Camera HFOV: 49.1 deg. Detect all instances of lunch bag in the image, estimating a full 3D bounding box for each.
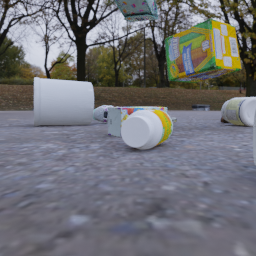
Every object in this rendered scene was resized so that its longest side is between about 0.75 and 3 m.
[{"bbox_3d":[0.259,-3.219,7.367,0.888,0.636,1.042,3,-29,26],"label":"lunch bag"}]

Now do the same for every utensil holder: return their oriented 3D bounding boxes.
[{"bbox_3d":[-3.043,-1.200,13.062,2.583,2.195,2.195,-1,5,-19],"label":"utensil holder"}]

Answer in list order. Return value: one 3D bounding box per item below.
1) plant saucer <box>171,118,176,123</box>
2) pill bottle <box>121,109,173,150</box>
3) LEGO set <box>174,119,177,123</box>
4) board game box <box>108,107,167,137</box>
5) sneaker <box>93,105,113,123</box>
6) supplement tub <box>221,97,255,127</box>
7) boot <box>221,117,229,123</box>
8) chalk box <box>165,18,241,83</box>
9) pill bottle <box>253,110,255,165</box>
[{"bbox_3d":[1.497,-0.246,12.362,1.257,0.316,1.257,-5,6,1],"label":"plant saucer"},{"bbox_3d":[0.421,0.020,6.165,0.840,0.840,1.513,2,5,22],"label":"pill bottle"},{"bbox_3d":[1.984,-0.418,15.350,0.897,0.391,1.381,-5,20,-33],"label":"LEGO set"},{"bbox_3d":[0.310,-0.230,8.872,1.697,0.890,0.874,-4,7,-31],"label":"board game box"},{"bbox_3d":[-0.467,-0.675,14.015,2.460,0.956,1.721,-2,4,-18],"label":"sneaker"},{"bbox_3d":[5.273,-0.763,12.902,1.299,1.299,1.792,-1,5,-13],"label":"supplement tub"},{"bbox_3d":[5.571,-0.479,15.003,0.701,0.541,1.447,17,24,38],"label":"boot"},{"bbox_3d":[2.690,-2.875,11.308,1.798,1.807,2.905,-4,-3,-40],"label":"chalk box"},{"bbox_3d":[2.574,0.132,3.360,1.909,1.076,1.076,1,5,19],"label":"pill bottle"}]
